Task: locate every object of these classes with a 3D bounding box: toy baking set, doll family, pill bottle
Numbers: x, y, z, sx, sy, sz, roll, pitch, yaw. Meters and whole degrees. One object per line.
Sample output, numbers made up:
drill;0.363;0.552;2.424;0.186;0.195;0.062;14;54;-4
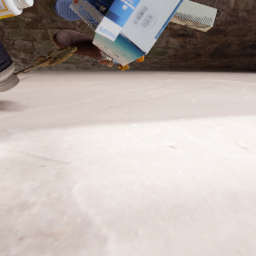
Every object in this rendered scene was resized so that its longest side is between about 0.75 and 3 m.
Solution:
toy baking set;-2.150;-1.750;7.392;1.305;0.198;1.701;-5;33;31
doll family;-0.107;-2.708;9.829;1.963;1.218;0.885;-22;24;-4
pill bottle;-3.812;-1.901;7.839;0.964;1.736;0.964;-15;37;11
pill bottle;-2.122;-2.056;4.463;1.091;0.596;0.596;-10;14;5

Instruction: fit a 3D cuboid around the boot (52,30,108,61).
boot;-1.454;-3.324;11.124;2.703;0.978;2.249;12;5;-30

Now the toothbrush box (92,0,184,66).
toothbrush box;0.233;-2.788;6.874;1.206;2.070;2.828;35;-1;-14

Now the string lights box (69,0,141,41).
string lights box;-0.132;-2.493;4.663;0.917;1.784;0.526;49;22;28

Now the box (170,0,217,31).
box;2.034;-4.015;9.807;1.899;0.649;0.780;14;6;-3

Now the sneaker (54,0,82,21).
sneaker;-2.170;-4.516;10.727;0.799;0.718;1.943;21;25;27
